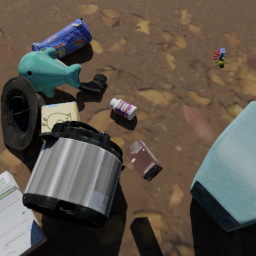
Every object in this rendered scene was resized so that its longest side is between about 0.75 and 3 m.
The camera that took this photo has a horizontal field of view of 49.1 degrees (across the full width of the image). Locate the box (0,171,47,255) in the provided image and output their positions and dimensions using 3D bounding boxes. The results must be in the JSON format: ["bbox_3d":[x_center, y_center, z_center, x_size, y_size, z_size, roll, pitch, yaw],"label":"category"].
[{"bbox_3d":[-4.157,3.034,8.922,2.094,0.553,2.686,-33,65,-16],"label":"box"}]

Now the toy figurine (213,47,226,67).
[{"bbox_3d":[4.075,-3.252,12.379,0.494,0.561,0.936,9,61,5],"label":"toy figurine"}]

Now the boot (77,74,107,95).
[{"bbox_3d":[-1.529,-1.904,11.681,1.194,0.449,0.893,15,69,-4],"label":"boot"}]

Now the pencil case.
[{"bbox_3d":[-2.869,-3.766,12.311,2.738,1.189,1.068,-35,76,-17],"label":"pencil case"}]

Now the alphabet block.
[{"bbox_3d":[-2.372,0.000,10.173,1.286,1.293,1.317,-9,62,-3],"label":"alphabet block"}]

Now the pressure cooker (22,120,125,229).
[{"bbox_3d":[-1.495,1.330,8.683,2.672,2.631,2.991,13,65,3],"label":"pressure cooker"}]

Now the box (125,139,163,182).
[{"bbox_3d":[0.443,0.915,8.079,0.580,0.434,1.158,-46,47,9],"label":"box"}]

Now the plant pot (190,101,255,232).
[{"bbox_3d":[3.527,1.516,8.589,2.865,2.812,2.805,-37,67,-13],"label":"plant pot"}]

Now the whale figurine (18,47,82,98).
[{"bbox_3d":[-3.119,-2.138,11.012,2.501,1.990,1.298,10,17,9],"label":"whale figurine"}]

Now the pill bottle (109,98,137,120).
[{"bbox_3d":[-0.206,-0.770,11.008,1.007,0.565,0.565,27,65,14],"label":"pill bottle"}]

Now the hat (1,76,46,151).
[{"bbox_3d":[-3.742,-0.528,10.479,2.722,1.098,2.722,0,90,37],"label":"hat"}]
